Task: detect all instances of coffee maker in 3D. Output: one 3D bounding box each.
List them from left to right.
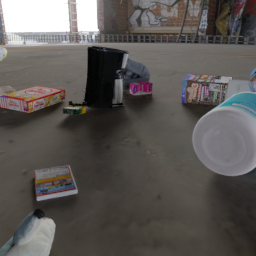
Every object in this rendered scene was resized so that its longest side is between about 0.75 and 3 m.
[{"bbox_3d":[-1.082,-2.048,11.296,1.586,2.354,2.261,17,21,34],"label":"coffee maker"}]

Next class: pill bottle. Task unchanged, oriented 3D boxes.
[{"bbox_3d":[2.948,-0.031,7.289,1.604,1.604,2.895,14,26,33],"label":"pill bottle"}]

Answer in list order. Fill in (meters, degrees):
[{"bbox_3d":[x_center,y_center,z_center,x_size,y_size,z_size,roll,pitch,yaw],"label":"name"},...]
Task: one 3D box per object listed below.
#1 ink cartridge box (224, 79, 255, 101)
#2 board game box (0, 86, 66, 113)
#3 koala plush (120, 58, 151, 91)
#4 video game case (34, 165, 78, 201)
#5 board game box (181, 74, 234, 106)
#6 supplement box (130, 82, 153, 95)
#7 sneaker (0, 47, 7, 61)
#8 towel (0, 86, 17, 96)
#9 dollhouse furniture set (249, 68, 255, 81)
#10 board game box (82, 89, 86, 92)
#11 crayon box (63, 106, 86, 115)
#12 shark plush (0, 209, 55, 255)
[{"bbox_3d":[4.064,-0.771,9.214,1.668,1.207,1.212,8,-15,21],"label":"ink cartridge box"},{"bbox_3d":[-4.055,-1.277,12.076,1.680,0.513,2.217,10,23,25],"label":"board game box"},{"bbox_3d":[0.061,-2.888,15.035,1.735,1.674,1.888,1,17,-32],"label":"koala plush"},{"bbox_3d":[-1.632,1.185,6.235,0.828,0.101,1.158,-7,22,-18],"label":"video game case"},{"bbox_3d":[3.565,-1.727,12.557,2.085,1.009,1.662,8,22,20],"label":"board game box"},{"bbox_3d":[0.646,-1.963,13.866,1.034,0.523,0.534,-8,22,-20],"label":"supplement box"},{"bbox_3d":[-4.243,-1.950,8.501,0.790,1.096,2.086,11,3,-33],"label":"sneaker"},{"bbox_3d":[-6.042,-1.555,12.975,1.563,0.407,2.359,-13,24,-33],"label":"towel"},{"bbox_3d":[7.578,-2.235,14.653,2.182,1.508,2.312,26,-7,6],"label":"dollhouse furniture set"},{"bbox_3d":[-1.846,-2.038,14.489,0.926,0.228,1.172,-10,23,-24],"label":"board game box"},{"bbox_3d":[-2.026,-0.685,10.793,0.580,0.238,0.922,6,12,16],"label":"crayon box"},{"bbox_3d":[-1.709,2.072,3.657,0.934,1.019,2.243,-8,33,40],"label":"shark plush"}]
